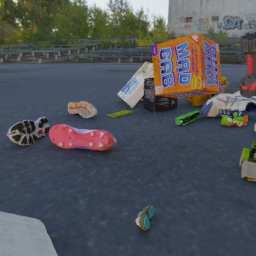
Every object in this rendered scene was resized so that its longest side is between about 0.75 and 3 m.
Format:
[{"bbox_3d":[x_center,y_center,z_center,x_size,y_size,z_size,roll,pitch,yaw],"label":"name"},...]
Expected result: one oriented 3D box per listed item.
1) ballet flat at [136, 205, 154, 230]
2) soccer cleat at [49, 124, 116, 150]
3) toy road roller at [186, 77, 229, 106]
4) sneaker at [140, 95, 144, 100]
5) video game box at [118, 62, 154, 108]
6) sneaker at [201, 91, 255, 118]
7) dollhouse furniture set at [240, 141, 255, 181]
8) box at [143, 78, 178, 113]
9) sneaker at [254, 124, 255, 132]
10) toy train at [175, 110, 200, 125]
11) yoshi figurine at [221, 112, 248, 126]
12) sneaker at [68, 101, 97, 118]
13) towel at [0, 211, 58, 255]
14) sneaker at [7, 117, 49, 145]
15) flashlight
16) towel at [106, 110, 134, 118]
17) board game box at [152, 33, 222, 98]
[{"bbox_3d":[0.304,1.732,5.381,0.274,0.257,0.759,-16,11,19],"label":"ballet flat"},{"bbox_3d":[-1.531,0.344,9.294,2.360,0.787,0.903,4,-7,24],"label":"soccer cleat"},{"bbox_3d":[4.354,-1.943,15.596,2.338,1.437,1.707,5,32,16],"label":"toy road roller"},{"bbox_3d":[1.118,-2.019,17.106,1.513,0.593,0.601,-25,23,-32],"label":"sneaker"},{"bbox_3d":[0.644,-2.506,15.787,0.620,2.647,2.411,40,4,-23],"label":"video game box"},{"bbox_3d":[4.765,-0.957,12.827,2.768,1.042,1.220,-18,49,-7],"label":"sneaker"},{"bbox_3d":[3.446,1.057,7.565,0.784,0.605,1.568,12,39,14],"label":"dollhouse furniture set"},{"bbox_3d":[1.686,-1.764,14.411,1.607,1.634,0.959,-12,21,-34],"label":"box"},{"bbox_3d":[5.656,-0.109,10.671,1.576,0.658,0.636,0,17,-3],"label":"sneaker"},{"bbox_3d":[2.653,-0.466,12.394,0.517,0.383,1.835,0,13,37],"label":"toy train"},{"bbox_3d":[4.419,-0.354,11.768,1.043,0.586,0.584,-2,1,3],"label":"yoshi figurine"},{"bbox_3d":[-2.063,-0.940,13.330,1.923,0.752,0.742,16,17,42],"label":"sneaker"},{"bbox_3d":[-1.738,1.739,4.303,1.100,0.286,1.661,22,-3,-27],"label":"towel"},{"bbox_3d":[-3.616,0.160,9.981,0.882,0.852,2.114,-12,5,14],"label":"sneaker"},{"bbox_3d":[3.783,-1.918,8.696,0.698,2.063,0.701,-30,39,-7],"label":"flashlight"},{"bbox_3d":[-0.370,-0.711,13.573,0.598,0.126,1.391,15,22,38],"label":"towel"},{"bbox_3d":[1.983,-1.956,9.372,1.673,1.673,1.674,-4,-1,38],"label":"board game box"}]
